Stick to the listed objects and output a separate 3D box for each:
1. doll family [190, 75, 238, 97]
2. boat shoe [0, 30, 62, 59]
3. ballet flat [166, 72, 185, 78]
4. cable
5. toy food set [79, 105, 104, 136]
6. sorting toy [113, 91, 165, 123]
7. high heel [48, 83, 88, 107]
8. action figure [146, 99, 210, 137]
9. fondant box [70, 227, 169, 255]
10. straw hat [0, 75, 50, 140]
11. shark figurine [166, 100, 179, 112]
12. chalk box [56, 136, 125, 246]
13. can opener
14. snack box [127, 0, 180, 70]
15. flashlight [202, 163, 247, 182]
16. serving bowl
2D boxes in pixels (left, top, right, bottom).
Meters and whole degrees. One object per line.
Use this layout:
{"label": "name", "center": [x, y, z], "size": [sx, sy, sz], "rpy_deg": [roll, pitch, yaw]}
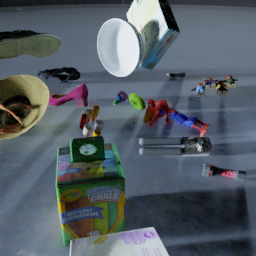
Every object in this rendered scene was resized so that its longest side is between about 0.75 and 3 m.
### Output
{"label": "doll family", "center": [3.734, -1.840, 12.206], "size": [1.973, 0.774, 1.140], "rpy_deg": [2, 34, 10]}
{"label": "boat shoe", "center": [-3.496, -2.944, 9.549], "size": [2.566, 0.959, 0.851], "rpy_deg": [-25, 65, -40]}
{"label": "ballet flat", "center": [2.433, -2.737, 14.234], "size": [0.955, 0.271, 0.317], "rpy_deg": [3, 30, 6]}
{"label": "cable", "center": [-3.474, -2.750, 13.995], "size": [2.126, 0.540, 1.735], "rpy_deg": [11, 31, 19]}
{"label": "toy food set", "center": [-1.262, -0.092, 9.475], "size": [0.691, 0.651, 1.448], "rpy_deg": [5, 45, -19]}
{"label": "sorting toy", "center": [0.265, -0.743, 10.531], "size": [2.256, 0.782, 0.777], "rpy_deg": [28, 63, 36]}
{"label": "high heel", "center": [-2.538, -1.400, 11.175], "size": [2.018, 0.970, 0.680], "rpy_deg": [3, 30, 6]}
{"label": "action figure", "center": [1.510, -0.195, 9.499], "size": [2.168, 1.073, 0.707], "rpy_deg": [33, 35, 11]}
{"label": "fondant box", "center": [-0.172, 2.300, 4.823], "size": [1.624, 0.473, 1.172], "rpy_deg": [-4, 9, -9]}
{"label": "straw hat", "center": [-3.688, -0.440, 9.321], "size": [2.637, 1.116, 2.637], "rpy_deg": [-3, 55, 4]}
{"label": "shark figurine", "center": [1.442, -0.765, 10.109], "size": [0.695, 0.486, 1.164], "rpy_deg": [3, -6, 4]}
{"label": "chalk box", "center": [-0.757, 1.125, 5.657], "size": [1.266, 2.034, 1.259], "rpy_deg": [-5, 30, -9]}
{"label": "can opener", "center": [1.410, 0.561, 8.320], "size": [2.168, 0.571, 0.721], "rpy_deg": [-1, -5, -4]}
{"label": "snack box", "center": [0.660, -3.171, 8.364], "size": [0.475, 1.486, 2.558], "rpy_deg": [8, 54, -27]}
{"label": "flashlight", "center": [2.494, 1.180, 7.288], "size": [1.075, 0.365, 0.364], "rpy_deg": [11, 68, 15]}
{"label": "serving bowl", "center": [-0.143, -2.308, 8.022], "size": [1.595, 1.595, 0.525], "rpy_deg": [23, 34, 35]}
